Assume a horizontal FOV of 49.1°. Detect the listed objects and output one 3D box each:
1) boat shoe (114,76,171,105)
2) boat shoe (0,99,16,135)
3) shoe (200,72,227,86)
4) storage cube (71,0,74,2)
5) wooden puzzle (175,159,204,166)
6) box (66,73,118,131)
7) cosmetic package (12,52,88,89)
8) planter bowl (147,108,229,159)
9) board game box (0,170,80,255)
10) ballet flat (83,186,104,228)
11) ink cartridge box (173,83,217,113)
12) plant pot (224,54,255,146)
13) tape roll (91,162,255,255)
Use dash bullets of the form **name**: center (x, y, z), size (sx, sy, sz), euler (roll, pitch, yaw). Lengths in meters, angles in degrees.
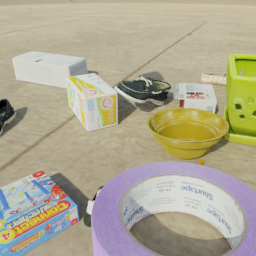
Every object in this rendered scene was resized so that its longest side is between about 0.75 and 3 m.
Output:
- **boat shoe**: center (0.535, -1.273, 8.822), size (0.939, 0.749, 2.484), euler (41, 23, 23)
- **boat shoe**: center (-3.876, -0.272, 8.055), size (0.751, 0.667, 2.010), euler (5, 29, 8)
- **shoe**: center (3.823, -2.023, 11.444), size (1.701, 0.454, 0.595), euler (1, 29, 3)
- **storage cube**: center (-1.371, -3.493, 6.287), size (0.905, 0.773, 0.813), euler (29, 24, -35)
- **wooden puzzle**: center (1.398, 0.896, 6.559), size (0.812, 0.095, 0.548), euler (1, 25, 1)
- **box**: center (-1.139, -0.863, 8.685), size (0.988, 1.096, 1.949), euler (-14, 33, -22)
- **cosmetic package**: center (-3.215, -2.460, 11.669), size (2.776, 1.028, 1.411), euler (10, 31, 20)
- **planter bowl**: center (1.441, 0.223, 6.969), size (1.944, 0.810, 1.944), euler (-2, 25, 1)
- **board game box**: center (-1.864, 1.511, 5.105), size (1.421, 0.397, 1.391), euler (-23, 36, -36)
- **ballet flat**: center (-0.617, 1.441, 5.322), size (0.317, 0.319, 0.932), euler (8, 30, 10)
- **ink cartridge box**: center (2.162, -0.951, 9.314), size (1.325, 0.633, 1.509), euler (5, 29, 9)
- **plant pot**: center (3.648, -0.688, 7.456), size (2.174, 1.982, 2.184), euler (9, 30, 14)
- **tape roll**: center (0.795, 1.582, 4.330), size (2.676, 0.878, 2.676), euler (-1, 26, 1)
